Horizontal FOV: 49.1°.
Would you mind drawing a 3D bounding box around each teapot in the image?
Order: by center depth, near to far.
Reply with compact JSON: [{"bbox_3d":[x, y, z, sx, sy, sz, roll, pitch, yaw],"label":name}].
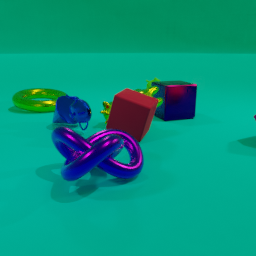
[{"bbox_3d":[-1.286,-0.438,7.249,0.516,1.053,0.655,-25,11,-31],"label":"teapot"}]

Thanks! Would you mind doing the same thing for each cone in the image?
[{"bbox_3d":[-1.970,-0.341,8.193,0.898,0.894,0.894,-30,-3,35],"label":"cone"}]

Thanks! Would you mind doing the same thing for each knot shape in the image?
[{"bbox_3d":[-0.661,0.404,4.908,1.602,0.791,1.712,8,5,31],"label":"knot shape"}]

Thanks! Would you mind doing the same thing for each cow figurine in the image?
[{"bbox_3d":[0.056,-0.615,7.889,1.479,0.825,1.503,-31,15,-35],"label":"cow figurine"}]

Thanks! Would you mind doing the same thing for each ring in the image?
[{"bbox_3d":[-3.227,-1.074,10.495,2.088,0.418,2.088,5,22,-2],"label":"ring"}]

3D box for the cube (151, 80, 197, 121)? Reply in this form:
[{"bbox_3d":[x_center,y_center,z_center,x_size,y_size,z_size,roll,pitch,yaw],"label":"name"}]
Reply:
[{"bbox_3d":[1.463,-0.921,9.134,1.106,1.106,1.106,-6,17,-19],"label":"cube"}]

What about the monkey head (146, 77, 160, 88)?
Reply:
[{"bbox_3d":[1.182,-1.614,11.476,0.841,1.169,0.705,6,-34,-43],"label":"monkey head"}]

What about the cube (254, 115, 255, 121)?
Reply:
[{"bbox_3d":[3.628,-0.175,6.449,0.821,0.821,0.821,-5,60,-31],"label":"cube"}]

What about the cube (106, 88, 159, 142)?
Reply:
[{"bbox_3d":[0.116,-0.345,6.903,0.910,0.910,0.910,21,24,11],"label":"cube"}]
